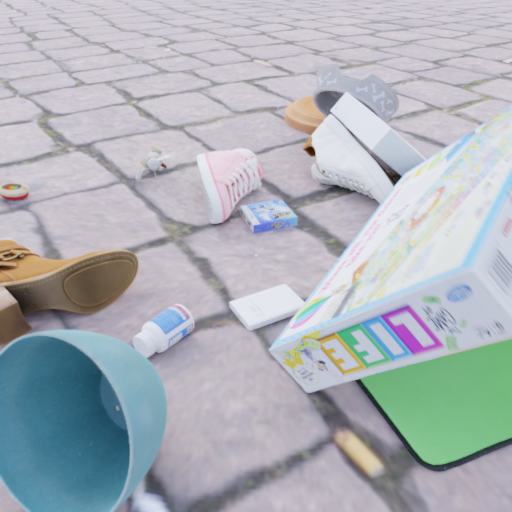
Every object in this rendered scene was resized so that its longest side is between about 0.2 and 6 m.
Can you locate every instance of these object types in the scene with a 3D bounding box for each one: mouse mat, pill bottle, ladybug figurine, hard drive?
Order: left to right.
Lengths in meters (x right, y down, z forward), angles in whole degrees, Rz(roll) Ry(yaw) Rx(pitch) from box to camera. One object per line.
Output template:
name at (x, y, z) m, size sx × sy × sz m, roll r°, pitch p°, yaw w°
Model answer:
ladybug figurine at (-4.869, -1.280, 11.267) m, size 0.698 × 0.251 × 0.473 m, roll 8°, pitch 34°, yaw 13°
pill bottle at (-1.253, 1.017, 7.532) m, size 0.445 × 0.445 × 0.792 m, roll 24°, pitch 39°, yaw 32°
hard drive at (0.173, 0.744, 8.249) m, size 0.962 × 0.128 × 0.634 m, roll -17°, pitch 37°, yaw -24°
mouse mat at (2.734, 1.414, 7.252) m, size 2.993 × 0.113 × 2.409 m, roll -13°, pitch 35°, yaw -17°

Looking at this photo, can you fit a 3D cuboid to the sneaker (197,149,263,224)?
sneaker at (-0.448, -1.480, 10.930) m, size 1.292 × 0.931 × 2.472 m, roll -9°, pitch 29°, yaw -4°

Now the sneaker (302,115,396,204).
sneaker at (1.928, -1.641, 11.465) m, size 1.203 × 1.035 × 2.842 m, roll -43°, pitch 49°, yaw 13°

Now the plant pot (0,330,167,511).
plant pot at (-1.628, 1.571, 5.706) m, size 1.847 × 1.847 × 1.244 m, roll 16°, pitch 12°, yaw 23°

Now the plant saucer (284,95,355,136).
plant saucer at (2.107, -3.890, 15.157) m, size 2.671 × 0.431 × 2.671 m, roll 0°, pitch 33°, yaw 0°

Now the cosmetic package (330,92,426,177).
cosmetic package at (2.696, -2.384, 11.766) m, size 1.769 × 0.606 × 2.347 m, roll 29°, pitch 21°, yaw -30°

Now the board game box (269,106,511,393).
board game box at (2.362, -0.381, 7.067) m, size 0.769 × 3.022 × 4.496 m, roll 48°, pitch 52°, yaw -7°

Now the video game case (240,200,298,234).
video game case at (0.227, -0.756, 10.504) m, size 0.874 × 0.199 × 0.792 m, roll -11°, pitch 35°, yaw -17°

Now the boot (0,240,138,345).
boot at (-3.238, 0.273, 8.422) m, size 2.497 × 0.957 × 1.938 m, roll -31°, pitch 40°, yaw -28°

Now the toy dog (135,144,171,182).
toy dog at (-2.140, -1.971, 12.108) m, size 0.546 × 0.748 × 1.134 m, roll 32°, pitch 31°, yaw -24°

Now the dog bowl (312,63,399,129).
dog bowl at (2.262, -3.626, 13.172) m, size 2.080 × 2.080 × 0.610 m, roll 22°, pitch 80°, yaw 30°
